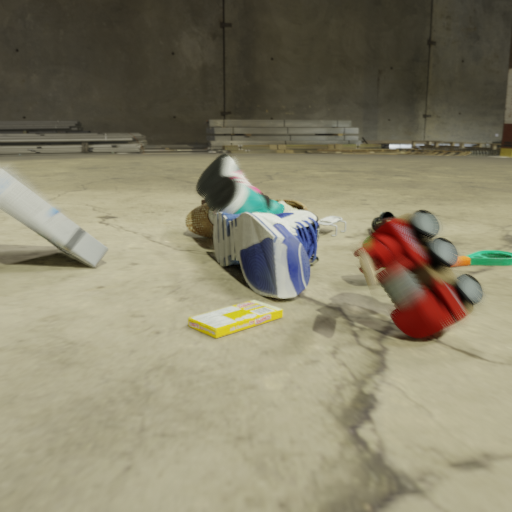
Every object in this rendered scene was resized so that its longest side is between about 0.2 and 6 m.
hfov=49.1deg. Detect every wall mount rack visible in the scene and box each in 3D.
[{"bbox_3d":[1.612,-0.710,13.438,0.934,0.401,1.075,11,17,27],"label":"wall mount rack"}]

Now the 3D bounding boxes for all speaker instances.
[{"bbox_3d":[2.268,0.006,8.861,1.190,0.526,0.526,12,8,-23],"label":"speaker"}]

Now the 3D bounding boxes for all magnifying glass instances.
[{"bbox_3d":[4.102,0.066,10.503,1.807,0.202,0.719,-6,15,-20],"label":"magnifying glass"}]

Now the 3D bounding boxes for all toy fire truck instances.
[{"bbox_3d":[1.718,0.300,6.582,1.638,1.442,1.054,-22,-14,-32],"label":"toy fire truck"}]

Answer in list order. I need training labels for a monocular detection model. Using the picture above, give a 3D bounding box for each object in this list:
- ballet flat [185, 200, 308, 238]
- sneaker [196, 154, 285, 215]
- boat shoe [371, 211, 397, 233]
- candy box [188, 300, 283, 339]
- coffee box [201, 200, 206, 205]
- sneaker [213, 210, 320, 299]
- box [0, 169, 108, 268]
[{"bbox_3d":[-0.166,-0.956,12.750,2.920,1.029,0.953,-3,-19,-4],"label":"ballet flat"},{"bbox_3d":[-0.246,-1.146,12.087,1.707,1.182,2.827,41,12,-27],"label":"sneaker"},{"bbox_3d":[3.098,-0.751,13.080,0.656,0.617,1.825,-1,12,2],"label":"boat shoe"},{"bbox_3d":[-0.258,0.816,7.388,1.167,0.154,0.596,-11,15,-41],"label":"candy box"},{"bbox_3d":[-0.947,-1.427,16.231,1.138,0.453,0.650,-11,17,-40],"label":"coffee box"},{"bbox_3d":[0.473,-0.272,9.624,1.786,1.250,3.093,-7,13,-18],"label":"sneaker"},{"bbox_3d":[-4.016,-0.737,10.152,1.808,0.477,2.319,16,-20,50],"label":"box"}]
